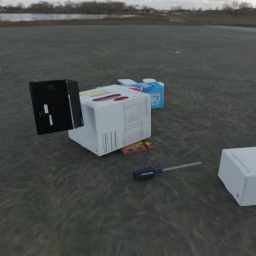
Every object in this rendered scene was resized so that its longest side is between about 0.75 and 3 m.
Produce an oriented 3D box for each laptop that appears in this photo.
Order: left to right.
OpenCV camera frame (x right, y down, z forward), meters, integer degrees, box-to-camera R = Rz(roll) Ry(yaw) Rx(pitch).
[{"bbox_3d":[-1.867,-0.593,7.596,1.518,1.345,0.784,-11,5,-29],"label":"laptop"}]

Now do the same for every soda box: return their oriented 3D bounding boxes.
[{"bbox_3d":[0.068,-1.356,12.467,2.961,1.004,0.950,-8,27,-18],"label":"soda box"}]

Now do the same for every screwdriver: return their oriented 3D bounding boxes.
[{"bbox_3d":[1.161,1.209,8.001,2.114,0.295,0.308,-4,57,-11],"label":"screwdriver"}]

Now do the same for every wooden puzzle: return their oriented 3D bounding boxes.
[{"bbox_3d":[0.117,0.596,9.463,1.373,0.096,0.815,-9,27,-19],"label":"wooden puzzle"}]

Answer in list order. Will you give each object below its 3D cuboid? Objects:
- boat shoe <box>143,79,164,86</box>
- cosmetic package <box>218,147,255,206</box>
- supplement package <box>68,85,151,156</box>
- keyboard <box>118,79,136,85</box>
[{"bbox_3d":[1.318,-2.239,14.895,0.612,0.512,1.712,-16,28,-22],"label":"boat shoe"},{"bbox_3d":[3.910,1.156,7.338,2.607,0.929,1.322,-4,26,-7],"label":"cosmetic package"},{"bbox_3d":[-0.698,-0.402,9.657,2.181,1.604,2.085,-19,27,-35],"label":"supplement package"},{"bbox_3d":[0.416,-2.288,15.410,0.818,0.155,2.906,-12,29,-24],"label":"keyboard"}]
